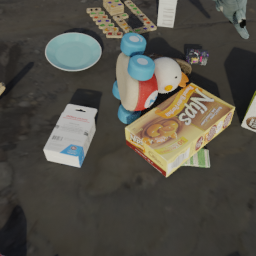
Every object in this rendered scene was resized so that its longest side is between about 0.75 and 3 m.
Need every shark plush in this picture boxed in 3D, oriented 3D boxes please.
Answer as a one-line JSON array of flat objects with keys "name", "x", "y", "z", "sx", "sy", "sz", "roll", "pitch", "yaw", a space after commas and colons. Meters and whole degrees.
[{"name": "shark plush", "x": 2.660, "y": -3.006, "z": 7.222, "sx": 1.216, "sy": 2.677, "sz": 1.115, "roll": -22, "pitch": 65, "yaw": 10}]

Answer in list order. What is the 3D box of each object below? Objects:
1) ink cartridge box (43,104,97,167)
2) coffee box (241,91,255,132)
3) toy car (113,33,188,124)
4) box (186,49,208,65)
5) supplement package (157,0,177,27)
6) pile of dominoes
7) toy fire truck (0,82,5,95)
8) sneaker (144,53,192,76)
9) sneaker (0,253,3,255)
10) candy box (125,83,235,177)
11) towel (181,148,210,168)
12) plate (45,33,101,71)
[{"name": "ink cartridge box", "x": -1.556, "y": 0.179, "z": 8.032, "sx": 1.006, "sy": 0.579, "sz": 1.737, "roll": 11, "pitch": 52, "yaw": 9}, {"name": "coffee box", "x": 4.313, "y": -0.649, "z": 8.216, "sx": 1.319, "sy": 1.332, "sz": 1.334, "roll": 24, "pitch": 55, "yaw": 18}, {"name": "toy car", "x": 0.872, "y": -1.456, "z": 8.495, "sx": 2.309, "sy": 2.128, "sz": 2.042, "roll": -2, "pitch": 50, "yaw": -14}, {"name": "box", "x": 2.564, "y": -2.645, "z": 10.441, "sx": 0.761, "sy": 0.403, "sz": 0.465, "roll": 6, "pitch": 51, "yaw": 5}, {"name": "supplement package", "x": 1.660, "y": -5.024, "z": 11.805, "sx": 0.702, "sy": 1.282, "sz": 0.729, "roll": 9, "pitch": 51, "yaw": 7}, {"name": "pile of dominoes", "x": -0.369, "y": -4.986, "z": 12.310, "sx": 2.254, "sy": 0.460, "sz": 2.892, "roll": -20, "pitch": 53, "yaw": -16}, {"name": "toy fire truck", "x": -4.896, "y": -0.872, "z": 8.521, "sx": 2.224, "sy": 1.431, "sz": 1.957, "roll": -11, "pitch": 50, "yaw": -23}, {"name": "sneaker", "x": 1.147, "y": -2.359, "z": 9.976, "sx": 2.220, "sy": 0.782, "sz": 0.838, "roll": 7, "pitch": 48, "yaw": 5}, {"name": "sneaker", "x": -3.109, "y": 3.051, "z": 5.708, "sx": 1.601, "sy": 0.570, "sz": 0.901, "roll": -2, "pitch": 55, "yaw": -11}, {"name": "candy box", "x": 1.500, "y": -0.066, "z": 8.049, "sx": 2.821, "sy": 0.780, "sz": 1.628, "roll": -34, "pitch": 54, "yaw": -25}, {"name": "towel", "x": 1.837, "y": 0.812, "z": 7.840, "sx": 0.851, "sy": 0.100, "sz": 0.649, "roll": 3, "pitch": 50, "yaw": 5}, {"name": "plate", "x": -2.024, "y": -2.805, "z": 10.464, "sx": 2.055, "sy": 0.263, "sz": 2.055, "roll": 3, "pitch": 56, "yaw": -5}]
